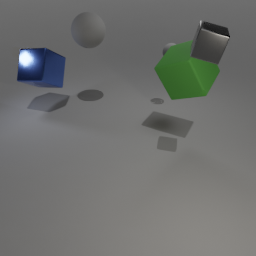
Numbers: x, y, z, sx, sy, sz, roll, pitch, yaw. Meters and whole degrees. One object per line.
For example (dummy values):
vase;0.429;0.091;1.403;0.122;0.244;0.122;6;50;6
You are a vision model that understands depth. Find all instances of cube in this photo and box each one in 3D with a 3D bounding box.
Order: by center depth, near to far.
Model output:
cube;1.941;-2.048;6.695;0.700;0.700;0.700;17;38;2
cube;2.015;-1.964;9.448;1.400;1.400;1.400;-2;43;45
cube;-3.746;-2.574;12.193;1.400;1.400;1.400;5;-1;24

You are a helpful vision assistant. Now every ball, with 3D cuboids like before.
ball;-1.615;-3.975;11.419;1.400;1.400;1.400;0;30;0
ball;1.770;-3.118;11.468;0.700;0.700;0.700;0;30;0
